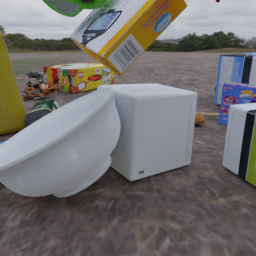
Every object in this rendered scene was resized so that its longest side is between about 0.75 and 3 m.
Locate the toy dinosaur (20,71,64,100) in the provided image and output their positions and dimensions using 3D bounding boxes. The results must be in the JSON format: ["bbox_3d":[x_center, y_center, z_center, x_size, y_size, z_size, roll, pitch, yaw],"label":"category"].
[{"bbox_3d":[-3.700,-1.617,11.789,1.955,0.999,1.327,1,37,-44],"label":"toy dinosaur"}]

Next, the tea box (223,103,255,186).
[{"bbox_3d":[3.036,0.335,4.804,1.914,1.279,1.883,-7,20,-20],"label":"tea box"}]

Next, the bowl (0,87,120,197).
[{"bbox_3d":[-1.002,0.357,4.523,2.341,1.052,2.341,-26,18,9],"label":"bowl"}]

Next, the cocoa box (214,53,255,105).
[{"bbox_3d":[4.814,-1.784,10.304,2.792,1.862,1.832,-13,22,-34],"label":"cocoa box"}]

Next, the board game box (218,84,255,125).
[{"bbox_3d":[3.482,-0.574,7.804,1.713,1.152,0.383,12,21,30],"label":"board game box"}]

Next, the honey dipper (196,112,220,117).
[{"bbox_3d":[2.717,-0.396,8.693,1.843,0.350,0.350,2,18,20],"label":"honey dipper"}]

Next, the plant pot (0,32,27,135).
[{"bbox_3d":[-4.504,-0.974,7.261,2.603,2.603,2.296,17,36,42],"label":"plant pot"}]

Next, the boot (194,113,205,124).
[{"bbox_3d":[1.679,-0.390,8.395,0.998,0.475,1.290,-1,30,-2],"label":"boot"}]

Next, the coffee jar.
[{"bbox_3d":[-2.324,-0.300,7.697,0.799,0.654,1.533,-16,19,-3],"label":"coffee jar"}]

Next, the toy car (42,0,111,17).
[{"bbox_3d":[-1.472,-2.052,3.829,2.661,0.631,2.827,14,49,-4],"label":"toy car"}]

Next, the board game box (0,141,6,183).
[{"bbox_3d":[-2.097,0.499,5.956,1.396,0.264,2.711,18,25,40],"label":"board game box"}]

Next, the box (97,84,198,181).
[{"bbox_3d":[0.328,-0.036,5.491,1.526,1.519,1.307,-9,20,-32],"label":"box"}]

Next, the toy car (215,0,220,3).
[{"bbox_3d":[2.490,-4.557,8.892,1.296,0.879,2.643,1,28,-19],"label":"toy car"}]

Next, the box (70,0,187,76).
[{"bbox_3d":[-0.156,-1.433,3.826,1.119,0.390,1.879,-46,32,2],"label":"box"}]

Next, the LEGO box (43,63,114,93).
[{"bbox_3d":[-2.405,-2.579,13.988,2.112,1.094,2.835,13,22,34],"label":"LEGO box"}]
